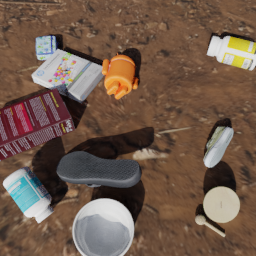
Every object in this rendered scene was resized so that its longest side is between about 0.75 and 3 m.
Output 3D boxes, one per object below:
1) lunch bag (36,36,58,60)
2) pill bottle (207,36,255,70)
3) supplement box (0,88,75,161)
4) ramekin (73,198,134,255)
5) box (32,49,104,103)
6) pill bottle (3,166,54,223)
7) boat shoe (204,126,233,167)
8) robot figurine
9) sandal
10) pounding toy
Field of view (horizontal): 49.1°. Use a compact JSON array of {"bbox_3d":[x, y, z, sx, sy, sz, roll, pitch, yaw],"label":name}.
[{"bbox_3d":[-3.488,-3.477,12.085,0.911,0.467,1.133,-5,59,-7],"label":"lunch bag"},{"bbox_3d":[4.323,-3.142,11.497,1.941,1.080,1.080,20,60,12],"label":"pill bottle"},{"bbox_3d":[-3.471,-0.147,9.718,2.841,0.865,1.546,-23,60,-13],"label":"supplement box"},{"bbox_3d":[-0.664,2.879,7.790,1.650,0.866,1.650,1,58,-2],"label":"ramekin"},{"bbox_3d":[-2.350,-2.133,11.215,2.286,0.471,1.782,24,59,16],"label":"box"},{"bbox_3d":[-2.813,1.950,8.104,0.861,0.861,1.555,-36,84,-20],"label":"pill bottle"},{"bbox_3d":[2.976,0.618,9.490,0.538,0.625,1.735,16,52,41],"label":"boat shoe"},{"bbox_3d":[-0.279,-2.028,10.803,1.354,1.098,1.883,5,58,7],"label":"robot figurine"},{"bbox_3d":[-0.979,1.398,8.496,2.983,0.639,1.134,6,44,31],"label":"sandal"},{"bbox_3d":[2.660,2.362,8.396,1.046,0.629,1.356,26,90,3],"label":"pounding toy"}]
